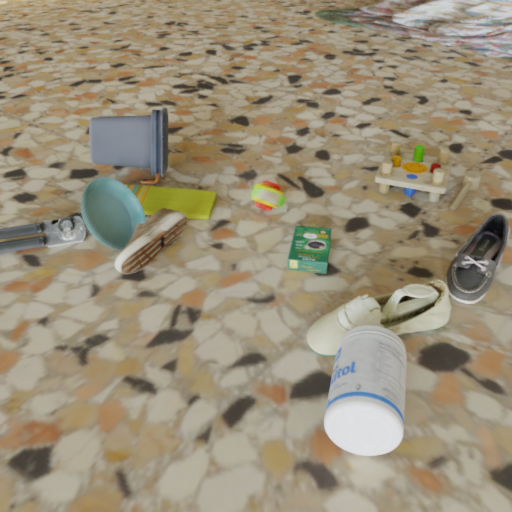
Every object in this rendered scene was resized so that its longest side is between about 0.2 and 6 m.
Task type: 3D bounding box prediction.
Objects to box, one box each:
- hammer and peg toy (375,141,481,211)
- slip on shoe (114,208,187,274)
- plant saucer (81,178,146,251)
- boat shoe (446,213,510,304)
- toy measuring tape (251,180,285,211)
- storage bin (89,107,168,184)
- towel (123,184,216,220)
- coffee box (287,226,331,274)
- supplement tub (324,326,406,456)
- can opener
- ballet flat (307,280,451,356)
[{"bbox_3d":[4.074,-1.942,13.187,2.302,0.812,1.693,14,38,18],"label":"hammer and peg toy"},{"bbox_3d":[-2.125,-0.354,10.826,0.585,0.734,1.931,32,49,14],"label":"slip on shoe"},{"bbox_3d":[-2.883,-0.795,11.157,0.279,1.552,1.552,-22,22,34],"label":"plant saucer"},{"bbox_3d":[4.214,-0.031,10.603,0.822,0.701,2.459,20,40,26],"label":"boat shoe"},{"bbox_3d":[0.129,-1.320,11.993,0.693,0.693,1.883,12,5,16],"label":"toy measuring tape"},{"bbox_3d":[-2.916,-2.602,13.105,1.615,1.750,2.404,1,15,-5],"label":"storage bin"},{"bbox_3d":[-2.203,-1.199,12.710,2.494,0.225,1.073,5,41,5],"label":"towel"},{"bbox_3d":[1.072,-0.143,11.127,0.784,0.280,1.275,5,35,7],"label":"coffee box"},{"bbox_3d":[1.536,1.828,7.726,1.026,1.026,1.556,8,35,11],"label":"supplement tub"},{"bbox_3d":[-4.499,-0.409,11.459,2.021,0.539,0.676,-10,4,-13],"label":"can opener"},{"bbox_3d":[2.048,0.912,9.122,2.583,0.897,0.897,-13,37,-17],"label":"ballet flat"}]
